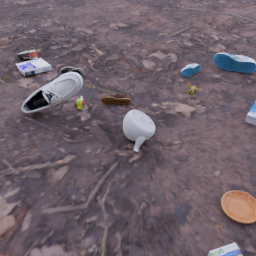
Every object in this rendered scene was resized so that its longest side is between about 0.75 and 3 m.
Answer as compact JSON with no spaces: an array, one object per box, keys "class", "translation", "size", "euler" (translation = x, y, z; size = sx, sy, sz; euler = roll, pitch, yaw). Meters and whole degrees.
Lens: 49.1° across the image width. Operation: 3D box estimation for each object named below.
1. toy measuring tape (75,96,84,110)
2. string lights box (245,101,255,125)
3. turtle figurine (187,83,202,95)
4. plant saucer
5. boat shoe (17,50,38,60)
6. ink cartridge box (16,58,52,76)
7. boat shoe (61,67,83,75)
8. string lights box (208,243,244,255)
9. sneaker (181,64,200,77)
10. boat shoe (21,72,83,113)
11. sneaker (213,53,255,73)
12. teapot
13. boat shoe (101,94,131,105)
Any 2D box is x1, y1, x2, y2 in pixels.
[{"class":"toy measuring tape","translation":[-2.104,-1.209,12.319],"size":[0.416,0.416,1.131],"euler":[-1,39,-1]},{"class":"string lights box","translation":[5.418,-0.619,11.574],"size":[0.688,0.395,1.339],"euler":[24,45,27]},{"class":"turtle figurine","translation":[3.009,-1.829,13.193],"size":[0.800,0.258,0.645],"euler":[28,54,19]},{"class":"plant saucer","translation":[3.248,2.302,8.109],"size":[1.103,0.206,1.103],"euler":[-1,39,0]},{"class":"boat shoe","translation":[-5.656,-4.061,15.742],"size":[1.561,0.488,0.555],"euler":[5,34,36]},{"class":"ink cartridge box","translation":[-5.013,-3.247,14.862],"size":[1.463,0.320,1.476],"euler":[-23,39,-27]},{"class":"boat shoe","translation":[-2.915,-2.900,14.399],"size":[1.116,0.401,0.377],"euler":[3,35,0]},{"class":"string lights box","translation":[2.534,3.496,6.438],"size":[0.753,0.432,1.465],"euler":[-12,40,-14]},{"class":"sneaker","translation":[3.164,-3.010,14.542],"size":[1.287,0.493,0.520],"euler":[-23,32,-31]},{"class":"boat shoe","translation":[-3.041,-1.294,11.222],"size":[2.743,1.009,0.896],"euler":[-30,16,16]},{"class":"sneaker","translation":[5.647,-3.499,14.909],"size":[2.198,0.841,0.888],"euler":[19,35,12]},{"class":"teapot","translation":[0.284,0.018,10.392],"size":[1.315,0.973,1.332],"euler":[43,30,5]},{"class":"boat shoe","translation":[-0.540,-1.294,12.378],"size":[1.307,0.460,0.460],"euler":[3,45,-10]}]
